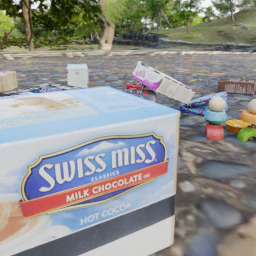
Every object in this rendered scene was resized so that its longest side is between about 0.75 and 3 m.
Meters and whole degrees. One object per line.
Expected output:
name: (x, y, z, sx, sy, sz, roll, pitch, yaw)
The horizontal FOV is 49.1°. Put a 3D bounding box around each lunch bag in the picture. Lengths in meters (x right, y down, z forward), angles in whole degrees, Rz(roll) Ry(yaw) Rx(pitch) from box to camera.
lunch bag: (2.681, -0.863, 10.149, 1.503, 0.707, 1.131, 4, 20, 41)

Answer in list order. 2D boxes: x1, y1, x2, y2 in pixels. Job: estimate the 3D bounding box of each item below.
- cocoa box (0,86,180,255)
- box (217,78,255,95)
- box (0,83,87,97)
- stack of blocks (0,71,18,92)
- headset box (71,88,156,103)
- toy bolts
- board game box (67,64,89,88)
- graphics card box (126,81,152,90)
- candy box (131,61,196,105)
cocoa box: (-1.084, 0.651, 3.540, 2.947, 1.934, 1.965, -11, 22, -28)
box: (5.181, -1.991, 13.394, 1.658, 0.621, 0.830, 10, 21, 23)
box: (-3.027, -1.085, 10.597, 2.800, 0.696, 2.779, 17, 25, 41)
stack of blocks: (-6.712, -2.064, 13.206, 1.640, 0.834, 2.848, 2, 19, 6)
headset box: (-0.387, -0.380, 7.848, 2.956, 1.109, 2.197, 2, 19, 6)
toy bolts: (2.897, -0.354, 7.769, 1.613, 1.119, 1.541, 1, 19, 3)
board game box: (-2.706, -2.803, 15.051, 1.067, 1.048, 2.034, -3, 19, -9)
graphics card box: (0.768, -2.076, 13.953, 0.966, 0.392, 1.540, 15, 25, 39)
candy box: (1.076, -1.315, 8.355, 1.708, 0.521, 1.164, 14, 20, -46)
